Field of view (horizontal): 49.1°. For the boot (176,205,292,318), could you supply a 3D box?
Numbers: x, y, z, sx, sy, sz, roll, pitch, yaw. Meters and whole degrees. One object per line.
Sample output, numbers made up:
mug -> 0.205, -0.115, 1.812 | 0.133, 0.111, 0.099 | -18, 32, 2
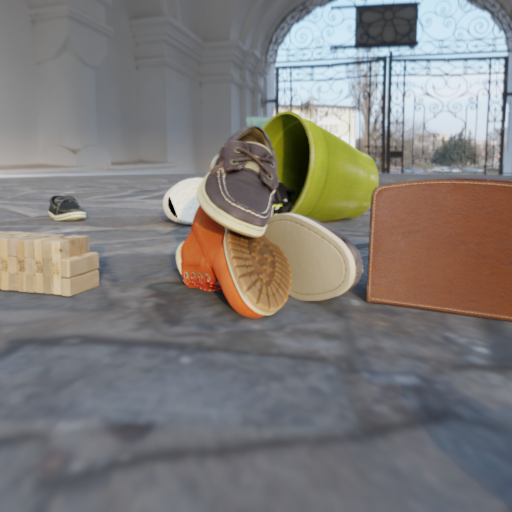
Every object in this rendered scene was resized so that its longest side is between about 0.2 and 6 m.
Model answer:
boot -> -0.351, 0.142, 6.518 | 0.850, 1.215, 2.267 | 28, 22, -29

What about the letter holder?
letter holder -> 2.348, -0.147, 6.160 | 2.004, 1.425, 1.008 | 6, 12, 30

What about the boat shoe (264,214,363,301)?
boat shoe -> 0.537, -0.081, 7.067 | 0.864, 1.001, 2.755 | -9, 9, -28

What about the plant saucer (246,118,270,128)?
plant saucer -> 0.501, -2.346, 14.632 | 0.983, 2.811, 0.267 | -8, -11, -33

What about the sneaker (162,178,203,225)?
sneaker -> -1.624, -1.301, 14.063 | 2.076, 1.142, 2.835 | -12, 10, 45

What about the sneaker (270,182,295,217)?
sneaker -> 0.341, -1.179, 12.659 | 0.988, 0.856, 2.387 | 19, 32, 8

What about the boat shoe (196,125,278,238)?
boat shoe -> -0.133, -0.956, 6.370 | 0.821, 0.740, 2.284 | 25, 24, -11

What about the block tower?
block tower -> -3.263, 0.046, 7.167 | 2.470, 0.667, 0.714 | 3, 8, 15

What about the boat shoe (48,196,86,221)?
boat shoe -> -4.899, -1.235, 14.393 | 0.721, 0.601, 1.932 | -5, 13, -33

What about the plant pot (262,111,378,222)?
plant pot -> 1.495, -1.893, 13.525 | 2.533, 2.631, 2.631 | 6, 6, -33
